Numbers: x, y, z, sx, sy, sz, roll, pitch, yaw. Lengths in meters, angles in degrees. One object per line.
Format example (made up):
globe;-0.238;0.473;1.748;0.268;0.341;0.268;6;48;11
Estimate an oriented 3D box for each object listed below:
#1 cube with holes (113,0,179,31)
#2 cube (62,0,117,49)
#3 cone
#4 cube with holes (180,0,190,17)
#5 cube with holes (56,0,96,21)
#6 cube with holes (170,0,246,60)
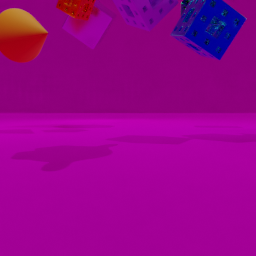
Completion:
cube with holes;0.297;-2.652;5.651;0.858;0.858;0.858;39;-7;46
cube;-1.337;-3.801;9.965;1.290;1.290;1.290;33;24;-10
cone;-2.369;-2.318;6.967;1.371;1.366;1.366;12;11;41
cube with holes;2.523;-4.268;9.941;0.922;0.922;0.922;38;-5;15
cube with holes;-1.481;-3.608;8.047;0.706;0.706;0.706;33;25;14
cube with holes;1.580;-2.039;5.680;0.895;0.895;0.895;27;13;-18
